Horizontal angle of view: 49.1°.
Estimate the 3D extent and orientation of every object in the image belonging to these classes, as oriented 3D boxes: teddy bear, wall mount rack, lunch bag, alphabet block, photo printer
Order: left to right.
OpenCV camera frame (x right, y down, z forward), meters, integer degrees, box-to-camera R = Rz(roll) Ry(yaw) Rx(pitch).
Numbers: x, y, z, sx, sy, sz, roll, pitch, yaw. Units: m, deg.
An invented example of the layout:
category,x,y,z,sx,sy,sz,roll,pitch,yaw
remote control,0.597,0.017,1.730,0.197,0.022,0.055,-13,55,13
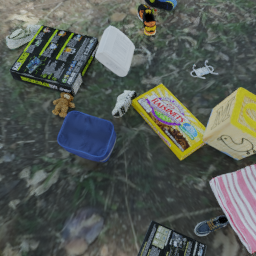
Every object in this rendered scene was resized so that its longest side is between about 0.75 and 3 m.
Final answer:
category,x,y,z,sx,sy,sz,roll,pitch,yaw
teddy bear,-2.264,-0.836,9.819,0.730,0.336,1.007,30,63,14
lunch bag,-1.282,0.310,8.655,1.762,1.166,1.197,19,74,8
photo printer,-0.317,-2.148,7.672,1.010,0.421,1.214,33,53,-29
wall mount rack,2.903,-2.137,10.588,0.953,0.355,0.828,-20,61,-10
alphabet block,3.384,-0.088,8.512,1.428,1.462,1.436,27,62,-4

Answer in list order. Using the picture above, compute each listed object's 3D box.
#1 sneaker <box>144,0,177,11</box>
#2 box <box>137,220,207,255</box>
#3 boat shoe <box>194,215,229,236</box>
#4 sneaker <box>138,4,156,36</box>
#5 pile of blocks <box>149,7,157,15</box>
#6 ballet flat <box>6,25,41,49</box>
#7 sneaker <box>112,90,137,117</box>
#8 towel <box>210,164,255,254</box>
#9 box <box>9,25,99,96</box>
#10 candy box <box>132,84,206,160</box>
category,x,y,z,sx,sy,sz,roll,pitch,yaw
sneaker,1.459,-5.819,12.742,1.570,0.517,0.615,24,56,12
box,0.879,3.409,6.643,1.508,0.793,1.841,21,39,12
boat shoe,2.301,2.632,7.657,0.990,0.450,0.350,-18,61,-11
sneaker,0.837,-4.803,11.894,0.626,0.805,1.790,-10,63,-5
pile of blocks,0.980,-5.286,12.554,0.759,0.236,0.311,18,61,11
ballet flat,-4.160,-3.872,11.498,1.811,0.629,0.629,-37,65,-20
sneaker,-0.208,-0.861,9.813,0.505,0.468,1.245,23,57,26
towel,3.931,1.959,7.832,2.883,0.431,2.109,-14,60,-20
box,-2.735,-2.676,10.774,2.539,0.625,2.629,14,61,11
candy box,1.446,-0.295,9.480,1.367,0.353,2.675,-30,64,-20
